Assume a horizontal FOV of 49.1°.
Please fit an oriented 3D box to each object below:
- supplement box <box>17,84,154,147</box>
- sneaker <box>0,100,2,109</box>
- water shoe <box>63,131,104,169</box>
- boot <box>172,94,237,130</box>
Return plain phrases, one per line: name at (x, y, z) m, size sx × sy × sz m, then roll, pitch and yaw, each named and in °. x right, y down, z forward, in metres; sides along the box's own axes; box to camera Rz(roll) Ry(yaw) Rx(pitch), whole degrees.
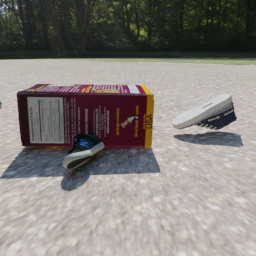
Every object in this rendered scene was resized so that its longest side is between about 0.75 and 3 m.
supplement box at (-0.950, -0.366, 6.885) m, size 2.962 × 1.269 × 1.634 m, roll 0°, pitch 15°, yaw -3°
sneaker at (-3.755, -0.101, 5.750) m, size 2.020 × 1.319 × 0.804 m, roll 5°, pitch -8°, yaw -8°
water shoe at (-0.958, 0.400, 5.512) m, size 0.481 × 0.531 × 1.346 m, roll -37°, pitch -5°, yaw 19°
boot at (2.072, -0.190, 7.460) m, size 1.719 × 0.777 × 0.625 m, roll -25°, pitch 21°, yaw 2°
